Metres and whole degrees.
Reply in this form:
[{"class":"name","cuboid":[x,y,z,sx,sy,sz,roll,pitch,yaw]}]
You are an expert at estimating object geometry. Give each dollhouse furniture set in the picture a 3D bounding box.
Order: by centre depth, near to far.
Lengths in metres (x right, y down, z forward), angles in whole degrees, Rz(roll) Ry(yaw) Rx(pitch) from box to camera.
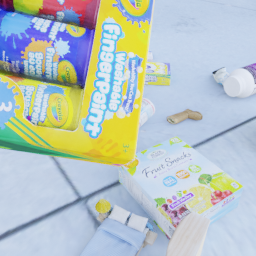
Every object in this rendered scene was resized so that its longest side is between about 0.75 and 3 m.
[{"class":"dollhouse furniture set","cuboid":[-0.089,2.034,4.450,2.141,1.397,2.021,18,39,25]}]

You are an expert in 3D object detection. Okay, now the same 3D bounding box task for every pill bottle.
[{"class":"pill bottle","cuboid":[0.226,-0.339,8.418,0.649,0.649,1.193,27,55,33]},{"class":"pill bottle","cuboid":[4.371,-1.726,10.109,1.881,1.057,1.057,-20,40,-27]}]

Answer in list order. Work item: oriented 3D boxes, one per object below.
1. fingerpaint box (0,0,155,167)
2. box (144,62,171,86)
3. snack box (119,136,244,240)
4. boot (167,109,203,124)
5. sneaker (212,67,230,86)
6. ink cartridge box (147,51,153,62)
[{"class":"fingerpaint box","cuboid":[-0.966,-1.068,4.100,2.421,1.064,2.901,11,76,-9]},{"class":"box","cuboid":[0.603,-2.251,11.345,2.203,0.533,1.293,2,35,5]},{"class":"snack box","cuboid":[1.062,1.227,6.194,1.789,0.718,2.121,-21,39,-27]},{"class":"boot","cuboid":[1.780,-0.303,8.781,0.867,0.287,0.760,-22,27,-29]},{"class":"sneaker","cuboid":[3.723,-2.023,11.100,0.595,0.600,1.656,-23,16,21]},{"class":"ink cartridge box","cuboid":[0.853,-3.374,13.220,0.582,0.205,0.976,0,38,0]}]
